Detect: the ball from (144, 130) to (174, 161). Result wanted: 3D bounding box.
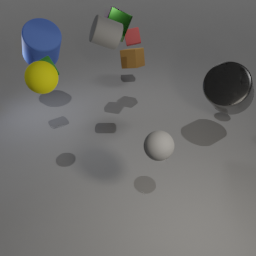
[{"bbox_3d":[0.707,0.406,6.419,0.700,0.700,0.700,0,33,0],"label":"ball"}]

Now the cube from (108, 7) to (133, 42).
[{"bbox_3d":[-0.337,-3.279,8.930,0.700,0.700,0.700,22,0,-8],"label":"cube"}]

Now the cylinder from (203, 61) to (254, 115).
[{"bbox_3d":[3.210,-1.217,8.886,1.400,1.400,1.400,19,2,27],"label":"cylinder"}]

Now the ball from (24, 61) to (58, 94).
[{"bbox_3d":[-1.860,-1.086,6.029,0.700,0.700,0.700,0,33,0],"label":"ball"}]

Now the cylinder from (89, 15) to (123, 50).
[{"bbox_3d":[-0.572,-2.467,7.249,0.700,0.700,0.700,13,28,-21],"label":"cylinder"}]

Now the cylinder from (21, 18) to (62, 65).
[{"bbox_3d":[-3.322,-3.199,10.753,1.400,1.400,1.400,6,72,-17],"label":"cylinder"}]

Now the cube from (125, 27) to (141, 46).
[{"bbox_3d":[0.210,-4.308,13.245,0.700,0.700,0.700,-11,13,4],"label":"cube"}]

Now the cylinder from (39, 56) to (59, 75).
[{"bbox_3d":[-2.696,-1.861,9.042,0.700,0.700,0.700,-33,40,-9],"label":"cylinder"}]

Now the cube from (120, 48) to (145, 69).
[{"bbox_3d":[0.182,-2.718,10.900,0.700,0.700,0.700,5,21,30],"label":"cube"}]
